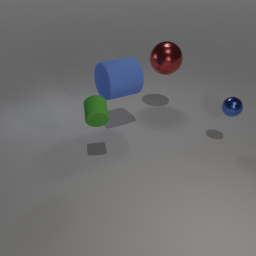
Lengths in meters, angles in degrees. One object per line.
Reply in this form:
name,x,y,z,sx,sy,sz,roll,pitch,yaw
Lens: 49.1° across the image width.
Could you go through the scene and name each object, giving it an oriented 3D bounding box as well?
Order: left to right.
cylinder,-0.958,-0.506,8.420,0.700,0.700,0.700,-5,54,-9
cylinder,-0.353,-1.853,10.484,1.400,1.400,1.400,-16,33,-26
ball,1.633,-2.982,11.981,1.400,1.400,1.400,0,29,0
ball,3.640,-0.738,9.776,0.700,0.700,0.700,0,29,0
